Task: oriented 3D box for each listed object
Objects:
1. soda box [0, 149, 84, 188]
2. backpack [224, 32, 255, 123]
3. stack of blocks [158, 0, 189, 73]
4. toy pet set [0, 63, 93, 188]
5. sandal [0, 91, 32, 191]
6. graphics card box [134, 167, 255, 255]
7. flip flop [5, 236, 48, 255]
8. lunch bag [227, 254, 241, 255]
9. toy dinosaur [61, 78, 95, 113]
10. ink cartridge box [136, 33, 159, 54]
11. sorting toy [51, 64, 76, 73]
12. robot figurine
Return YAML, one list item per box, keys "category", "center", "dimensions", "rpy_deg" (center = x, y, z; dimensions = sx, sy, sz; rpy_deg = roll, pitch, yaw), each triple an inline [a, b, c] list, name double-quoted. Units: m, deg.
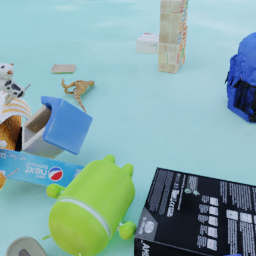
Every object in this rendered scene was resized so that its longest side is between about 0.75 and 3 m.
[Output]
- category: "soda box"
  center: [-1.809, 0.876, 5.823]
  dimensions: [1.704, 0.547, 0.578]
  rpy_deg: [15, -9, -14]
- category: "backpack"
  center: [4.199, -1.736, 8.778]
  dimensions: [2.070, 2.547, 2.137]
  rpy_deg: [-14, 35, -19]
- category: "stack of blocks"
  center: [1.993, -4.083, 12.172]
  dimensions: [0.858, 2.930, 1.687]
  rpy_deg: [12, 35, 20]
- category: "toy pet set"
  center: [-2.008, -0.193, 5.573]
  dimensions: [1.403, 2.466, 2.641]
  rpy_deg: [-36, 47, 21]
- category: "sandal"
  center: [-2.685, 0.181, 6.693]
  dimensions: [0.881, 1.178, 3.076]
  rpy_deg: [-12, 47, 2]
- category: "graphics card box"
  center: [1.714, 1.744, 4.918]
  dimensions: [2.938, 0.747, 1.843]
  rpy_deg: [9, 34, 12]
- category: "flip flop"
  center: [-1.182, 2.282, 4.071]
  dimensions: [0.735, 0.521, 1.811]
  rpy_deg: [-26, 57, -37]
- category: "lunch bag"
  center: [0.455, 2.578, 3.461]
  dimensions: [2.181, 1.026, 1.642]
  rpy_deg: [-2, 32, 7]
- category: "toy dinosaur"
  center: [-1.769, -1.381, 9.999]
  dimensions: [1.209, 0.687, 2.276]
  rpy_deg: [6, 33, 7]
- category: "ink cartridge box"
  center: [1.207, -4.575, 15.096]
  dimensions: [1.152, 0.669, 1.597]
  rpy_deg: [11, 34, 17]
- category: "sorting toy"
  center: [-2.858, -2.635, 12.500]
  dimensions: [0.993, 0.181, 0.919]
  rpy_deg: [3, 32, -4]
- category: "robot figurine"
  center: [-0.608, 1.380, 5.058]
  dimensions: [1.741, 1.148, 1.984]
  rpy_deg: [25, 44, 13]
